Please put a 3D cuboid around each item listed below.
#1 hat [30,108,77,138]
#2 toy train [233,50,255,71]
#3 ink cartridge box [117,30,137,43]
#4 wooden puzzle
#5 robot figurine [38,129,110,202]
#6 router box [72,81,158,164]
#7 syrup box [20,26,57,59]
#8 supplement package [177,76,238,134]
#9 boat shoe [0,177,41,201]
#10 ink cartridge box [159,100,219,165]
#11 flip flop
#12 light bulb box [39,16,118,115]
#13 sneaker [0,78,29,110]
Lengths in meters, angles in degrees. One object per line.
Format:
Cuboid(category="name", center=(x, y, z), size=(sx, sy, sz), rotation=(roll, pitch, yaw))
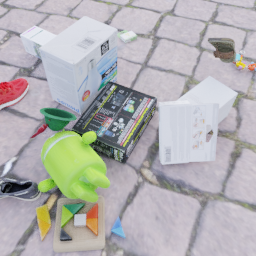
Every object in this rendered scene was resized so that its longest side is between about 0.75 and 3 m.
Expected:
Cuboid(category="hat", center=(-2.521, 0.076, 9.552), size=(1.226, 1.302, 1.480), rotation=(9, 15, -28))
Cuboid(category="toy train", center=(5.667, -3.177, 13.714), size=(1.033, 0.382, 1.375), rotation=(-15, 56, -13))
Cuboid(category="ink cartridge box", center=(-0.114, -5.081, 15.281), size=(0.771, 0.254, 1.060), rotation=(-29, 59, -20))
Cuboid(category="wooden puzzle", center=(-1.549, 2.982, 8.876), size=(2.726, 0.319, 1.839), rotation=(-8, 52, -7))
Cuboid(category="robot figurine", center=(-1.831, 1.200, 9.356), size=(2.452, 1.617, 2.795), rotation=(-50, 54, 3))
Cuboid(category="router box", center=(-0.445, -0.337, 11.086), size=(2.244, 0.930, 2.995), rotation=(22, 56, 16))
Cuboid(category="syrup box", center=(-3.966, -4.017, 13.917), size=(2.632, 1.036, 1.072), rotation=(29, 57, 21))
Cuboid(category="supplement package", center=(2.910, -0.705, 11.077), size=(2.387, 1.400, 1.395), rotation=(-35, 60, -25))
Cuboid(category="boat shoe", center=(-4.107, 1.945, 9.430), size=(2.286, 0.717, 0.831), rotation=(5, 52, 4))
Cuboid(category="ink cartridge box", center=(2.106, 0.158, 9.906), size=(1.980, 2.247, 0.502), rotation=(-3, 22, -1))
Cuboid(category="flip flop", center=(3.802, -3.014, 11.238), size=(0.920, 2.269, 0.653), rotation=(12, 84, 30))
Cuboid(category="light bulb box", center=(-1.873, -2.578, 11.675), size=(1.734, 2.779, 2.755), rotation=(29, 57, 19))
Cuboid(category="sneaker", center=(-5.401, -1.633, 11.737), size=(1.030, 1.519, 2.630), rotation=(29, 57, 21))
